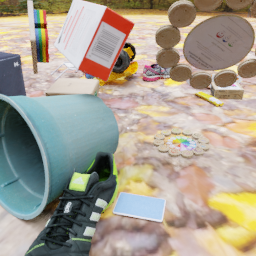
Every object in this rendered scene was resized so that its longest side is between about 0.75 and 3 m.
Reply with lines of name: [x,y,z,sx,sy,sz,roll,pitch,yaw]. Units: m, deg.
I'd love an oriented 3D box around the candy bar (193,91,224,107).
candy bar: [3.229,-1.200,11.276,0.397,0.176,1.592,-15,31,-19]

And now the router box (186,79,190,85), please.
router box: [3.263,-2.306,13.376,0.908,0.247,1.012,-2,27,-3]

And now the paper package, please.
paper package: [-1.998,-1.180,10.415,1.693,0.919,1.776,1,26,3]

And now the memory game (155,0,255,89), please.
memory game: [1.996,-1.865,6.176,2.876,2.876,0.183,1,55,2]

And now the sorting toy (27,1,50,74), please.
sorting toy: [-2.910,-2.930,9.226,0.577,1.658,1.648,-4,65,-17]

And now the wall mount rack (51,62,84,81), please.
wall mount rack: [-3.089,-2.895,14.212,1.481,0.635,1.704,-9,28,-24]

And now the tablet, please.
tablet: [0.247,1.629,5.809,1.016,0.069,0.661,7,27,12]

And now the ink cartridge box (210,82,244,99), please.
ink cartridge box: [4.122,-1.571,11.719,1.166,0.438,0.961,1,28,4]

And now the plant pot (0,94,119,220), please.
plant pot: [-1.599,0.290,6.156,2.450,2.450,2.400,18,25,32]

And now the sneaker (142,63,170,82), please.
sneaker: [1.610,-2.857,13.903,2.043,0.763,0.824,-21,33,-36]

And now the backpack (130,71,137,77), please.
backpack: [0.089,-2.918,14.053,0.758,0.613,0.796,6,0,25]

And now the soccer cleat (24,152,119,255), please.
soccer cleat: [-0.940,1.476,4.832,1.009,1.211,2.989,8,28,16]

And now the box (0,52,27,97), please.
box: [-4.318,-0.923,8.154,2.523,2.481,1.481,15,30,27]

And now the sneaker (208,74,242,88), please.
sneaker: [4.194,-2.067,12.629,1.685,0.659,0.651,1,0,11]

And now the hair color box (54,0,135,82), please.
hair color box: [-0.958,-2.247,6.879,0.816,1.415,2.552,19,17,-34]

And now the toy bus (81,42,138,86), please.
toy bus: [-1.267,-3.443,12.908,2.773,2.888,1.960,-21,22,24]

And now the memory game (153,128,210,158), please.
memory game: [1.544,0.401,8.190,1.670,0.106,1.670,0,27,0]
